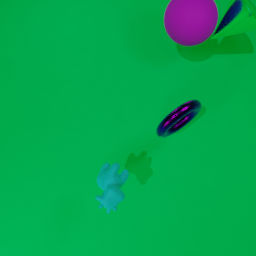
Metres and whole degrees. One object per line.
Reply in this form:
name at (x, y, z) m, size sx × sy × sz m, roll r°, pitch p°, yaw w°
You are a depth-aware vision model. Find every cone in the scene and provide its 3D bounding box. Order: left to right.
cone at (2.670, -2.708, 7.298) m, size 1.220 × 1.225 × 1.220 m, roll 28°, pitch 45°, yaw -32°

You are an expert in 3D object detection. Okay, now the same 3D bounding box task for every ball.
ball at (1.618, -2.830, 7.256) m, size 1.367 × 1.367 × 1.367 m, roll 0°, pitch 70°, yaw 0°

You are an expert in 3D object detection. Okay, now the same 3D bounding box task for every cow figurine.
cow figurine at (-0.402, 1.254, 5.968) m, size 0.568 × 1.035 × 1.019 m, roll 39°, pitch 66°, yaw -23°

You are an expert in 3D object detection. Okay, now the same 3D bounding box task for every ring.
ring at (1.160, -0.202, 6.394) m, size 1.221 × 1.221 × 0.244 m, roll -33°, pitch 73°, yaw -11°
